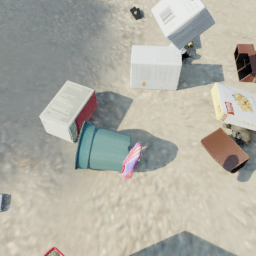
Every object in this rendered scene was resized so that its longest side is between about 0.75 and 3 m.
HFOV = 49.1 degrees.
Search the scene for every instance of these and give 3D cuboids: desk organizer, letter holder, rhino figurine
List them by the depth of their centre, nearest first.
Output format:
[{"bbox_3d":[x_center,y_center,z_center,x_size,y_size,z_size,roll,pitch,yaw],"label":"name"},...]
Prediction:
[{"bbox_3d":[3.266,0.901,9.786,1.031,0.730,1.451,-29,61,-16],"label":"letter holder"},{"bbox_3d":[4.046,-0.177,10.570,0.852,0.583,1.949,4,54,-15],"label":"rhino figurine"},{"bbox_3d":[5.210,-2.881,12.337,0.709,0.660,1.842,2,56,4],"label":"desk organizer"}]

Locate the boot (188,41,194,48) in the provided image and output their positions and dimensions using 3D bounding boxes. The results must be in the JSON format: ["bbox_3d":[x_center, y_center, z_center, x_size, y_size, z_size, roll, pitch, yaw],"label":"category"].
[{"bbox_3d":[2.891,-4.273,13.410,0.865,0.326,0.987,-4,67,-56],"label":"boot"}]

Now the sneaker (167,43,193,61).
[{"bbox_3d":[2.458,-3.593,12.845,1.237,0.687,1.769,27,70,15],"label":"sneaker"}]

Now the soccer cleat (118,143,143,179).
[{"bbox_3d":[0.071,0.781,6.881,0.369,0.322,0.965,22,75,-10],"label":"soccer cleat"}]

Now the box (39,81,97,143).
[{"bbox_3d":[-2.174,-0.631,10.583,1.245,1.061,1.948,21,59,13],"label":"box"}]

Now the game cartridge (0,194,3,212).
[{"bbox_3d":[-4.558,2.459,9.077,0.966,0.195,0.644,-5,60,-4],"label":"game cartridge"}]

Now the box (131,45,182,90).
[{"bbox_3d":[1.112,-2.455,11.525,1.978,1.506,1.052,4,57,2],"label":"box"}]

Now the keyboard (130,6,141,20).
[{"bbox_3d":[0.468,-6.046,14.768,0.502,0.191,0.964,-28,59,9],"label":"keyboard"}]

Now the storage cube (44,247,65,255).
[{"bbox_3d":[-1.324,4.595,6.043,2.328,2.448,2.723,27,58,32],"label":"storage cube"}]

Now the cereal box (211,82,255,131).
[{"bbox_3d":[4.406,-0.715,10.443,2.480,0.490,1.784,15,44,-9],"label":"cereal box"}]

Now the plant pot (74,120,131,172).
[{"bbox_3d":[-0.798,0.720,9.460,1.651,1.686,1.686,10,57,-3],"label":"plant pot"}]

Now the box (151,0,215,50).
[{"bbox_3d":[1.682,-3.456,8.657,1.382,0.903,1.374,-34,58,24],"label":"box"}]
